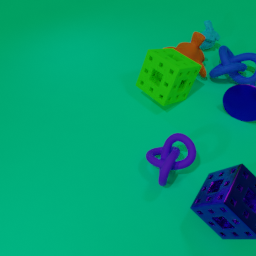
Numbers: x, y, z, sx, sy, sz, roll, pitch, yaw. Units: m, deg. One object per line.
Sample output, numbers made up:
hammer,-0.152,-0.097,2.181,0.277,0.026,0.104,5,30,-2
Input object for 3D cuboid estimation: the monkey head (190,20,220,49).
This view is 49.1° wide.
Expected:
monkey head,3.162,-3.743,11.356,1.429,0.861,1.028,-17,90,-30

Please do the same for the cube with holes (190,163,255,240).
cube with holes,2.425,1.738,6.513,1.144,1.144,1.144,44,58,-5

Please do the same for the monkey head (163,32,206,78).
monkey head,2.242,-2.719,10.265,1.916,1.379,1.155,33,61,8

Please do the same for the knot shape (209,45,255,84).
knot shape,3.757,-2.221,10.119,1.765,0.872,1.887,-24,50,-23

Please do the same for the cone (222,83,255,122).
cone,3.980,-1.147,9.140,1.365,1.365,1.370,26,48,20

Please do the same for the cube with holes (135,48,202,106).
cube with holes,1.316,-1.722,9.253,1.311,1.311,1.311,-18,49,-44

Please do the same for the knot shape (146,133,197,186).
knot shape,1.173,0.741,7.451,1.364,0.673,1.457,-40,27,22
